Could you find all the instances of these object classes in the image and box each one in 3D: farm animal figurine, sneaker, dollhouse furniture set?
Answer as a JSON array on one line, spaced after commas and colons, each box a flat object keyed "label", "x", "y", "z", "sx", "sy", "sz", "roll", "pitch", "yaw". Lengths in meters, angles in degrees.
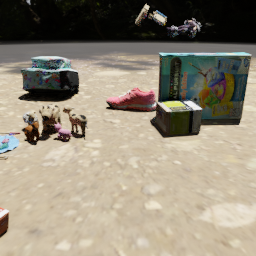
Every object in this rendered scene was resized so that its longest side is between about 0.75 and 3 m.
[{"label": "farm animal figurine", "x": -2.245, "y": -0.314, "z": 8.532, "sx": 1.823, "sy": 0.950, "sz": 1.803, "roll": -8, "pitch": 22, "yaw": -20}, {"label": "sneaker", "x": 0.140, "y": -1.209, "z": 10.999, "sx": 2.034, "sy": 0.882, "sz": 0.750, "roll": 4, "pitch": 21, "yaw": 11}, {"label": "dollhouse furniture set", "x": 0.980, "y": -4.366, "z": 11.605, "sx": 1.148, "sy": 0.749, "sz": 1.084, "roll": 28, "pitch": 38, "yaw": -11}]

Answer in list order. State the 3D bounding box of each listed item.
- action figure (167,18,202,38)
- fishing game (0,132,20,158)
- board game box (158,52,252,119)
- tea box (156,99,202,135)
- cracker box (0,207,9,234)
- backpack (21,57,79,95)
[{"label": "action figure", "x": 1.854, "y": -3.229, "z": 9.107, "sx": 1.127, "sy": 0.391, "sz": 0.733, "roll": -13, "pitch": 46, "yaw": -3}, {"label": "fishing game", "x": -3.669, "y": 0.384, "z": 7.682, "sx": 1.294, "sy": 0.281, "sz": 1.808, "roll": 0, "pitch": 20, "yaw": -7}, {"label": "board game box", "x": 2.550, "y": -1.442, "z": 9.723, "sx": 2.945, "sy": 2.223, "sz": 0.691, "roll": -1, "pitch": 21, "yaw": -2}, {"label": "tea box", "x": 1.575, "y": -0.381, "z": 8.945, "sx": 1.149, "sy": 0.780, "sz": 1.168, "roll": -4, "pitch": 21, "yaw": -10}, {"label": "cracker box", "x": -2.692, "y": 1.440, "z": 4.383, "sx": 1.316, "sy": 0.380, "sz": 0.882, "roll": 16, "pitch": 19, "yaw": 16}, {"label": "backpack", "x": -3.669, "y": -2.371, "z": 12.951, "sx": 2.406, "sy": 1.811, "sz": 2.136, "roll": -6, "pitch": 9, "yaw": 9}]
